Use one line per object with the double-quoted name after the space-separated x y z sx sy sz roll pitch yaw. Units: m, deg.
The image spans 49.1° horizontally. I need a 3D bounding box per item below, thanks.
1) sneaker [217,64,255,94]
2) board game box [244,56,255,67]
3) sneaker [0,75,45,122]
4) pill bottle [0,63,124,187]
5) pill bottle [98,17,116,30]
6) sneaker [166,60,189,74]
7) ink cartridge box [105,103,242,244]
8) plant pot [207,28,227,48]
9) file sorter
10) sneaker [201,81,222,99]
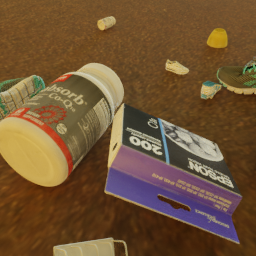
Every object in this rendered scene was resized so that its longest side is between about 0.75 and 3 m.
3.870 -1.546 7.863 2.607 1.189 1.011 15 48 22 "sneaker"
4.598 -1.866 8.909 1.394 0.430 1.395 32 49 33 "board game box"
-3.368 -0.720 7.360 1.076 0.915 2.359 14 34 35 "sneaker"
-1.272 -0.233 6.049 1.596 1.596 2.754 16 42 19 "pill bottle"
-0.914 -4.549 12.126 0.427 0.427 0.754 28 47 29 "pill bottle"
1.606 -1.994 9.157 0.796 0.321 0.304 19 42 19 "sneaker"
0.796 0.610 4.913 2.295 0.503 2.317 23 27 -12 "ink cartridge box"
3.475 -3.499 10.775 0.773 0.549 0.773 0 40 0 "plant pot"
-0.501 1.904 3.838 0.901 0.561 0.625 3 71 -27 "file sorter"
2.357 -1.091 8.036 0.404 0.426 1.055 25 26 31 "sneaker"
